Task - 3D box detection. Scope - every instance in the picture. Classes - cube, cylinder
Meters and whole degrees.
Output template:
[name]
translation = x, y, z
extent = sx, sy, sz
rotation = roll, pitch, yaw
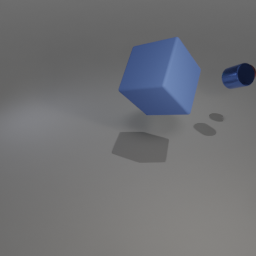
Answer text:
[cube]
translation = 0.854, -1.257, 7.280
extent = 1.400, 1.400, 1.400
rotation = 1, 65, 40
[cylinder]
translation = 3.421, -1.605, 8.717
extent = 0.700, 0.700, 0.700
rotation = -13, 4, -20

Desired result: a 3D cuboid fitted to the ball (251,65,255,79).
[ball]
translation = 4.154, -1.908, 9.900
extent = 0.700, 0.700, 0.700
rotation = 0, 31, 0
